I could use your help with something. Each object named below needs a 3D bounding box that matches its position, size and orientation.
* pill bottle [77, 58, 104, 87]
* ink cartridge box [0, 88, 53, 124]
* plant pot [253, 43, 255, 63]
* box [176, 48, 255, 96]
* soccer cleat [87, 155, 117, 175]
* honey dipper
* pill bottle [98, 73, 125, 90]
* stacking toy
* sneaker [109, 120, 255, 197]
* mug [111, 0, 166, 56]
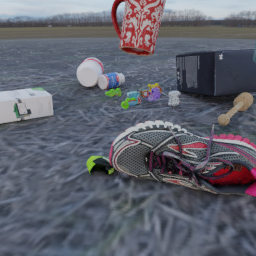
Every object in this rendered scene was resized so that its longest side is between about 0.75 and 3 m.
[{"bbox_3d":[-1.715,-2.519,12.715,1.113,1.113,1.984,0,22,-1],"label":"pill bottle"},{"bbox_3d":[-3.331,-0.737,8.696,1.671,0.705,1.221,-12,24,-28],"label":"ink cartridge box"},{"bbox_3d":[3.453,-1.840,5.363,1.770,2.628,2.628,11,24,23],"label":"plant pot"},{"bbox_3d":[3.621,-2.176,10.722,2.640,1.576,2.684,-7,13,-17],"label":"box"},{"bbox_3d":[-0.268,0.720,5.560,1.088,0.367,0.441,-6,36,-7],"label":"soccer cleat"},{"bbox_3d":[3.259,-0.553,8.533,0.521,0.521,2.743,14,26,32],"label":"honey dipper"},{"bbox_3d":[-0.704,-2.077,12.226,1.137,0.638,0.638,-21,29,-40],"label":"pill bottle"},{"bbox_3d":[0.530,-1.096,9.995,2.269,0.533,1.711,-10,22,-20],"label":"stacking toy"},{"bbox_3d":[1.027,0.549,4.890,2.757,1.111,1.029,3,24,5],"label":"sneaker"},{"bbox_3d":[0.297,-2.957,7.762,1.174,1.759,1.561,8,3,-30],"label":"mug"}]
